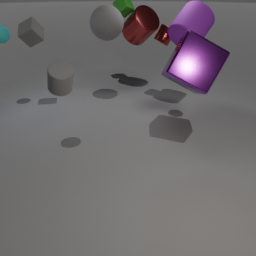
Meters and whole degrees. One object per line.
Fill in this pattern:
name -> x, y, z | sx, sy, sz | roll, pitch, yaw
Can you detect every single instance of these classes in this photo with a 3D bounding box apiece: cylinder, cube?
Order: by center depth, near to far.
cylinder -> -1.901, -1.375, 7.870 | 0.700, 0.700, 0.700 | 7, 52, -10
cube -> 2.052, -2.003, 8.834 | 1.400, 1.400, 1.400 | 28, 7, -3
cube -> -3.755, -3.712, 10.860 | 0.700, 0.700, 0.700 | -20, 59, 18
cylinder -> 2.580, -4.153, 11.431 | 1.400, 1.400, 1.400 | 25, 73, 38
cylinder -> 1.616, -4.090, 12.329 | 0.700, 0.700, 0.700 | 28, 16, -9
cylinder -> 0.607, -5.041, 13.819 | 1.400, 1.400, 1.400 | -20, -4, -33
cube -> -0.209, -6.096, 14.054 | 0.700, 0.700, 0.700 | -27, -11, 33

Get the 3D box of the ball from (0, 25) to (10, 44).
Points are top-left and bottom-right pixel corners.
ball -> -4.998, -3.668, 10.961 | 0.700, 0.700, 0.700 | 0, 28, 0

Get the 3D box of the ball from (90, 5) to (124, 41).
ball -> -0.881, -4.346, 11.602 | 1.400, 1.400, 1.400 | 0, 28, 0
